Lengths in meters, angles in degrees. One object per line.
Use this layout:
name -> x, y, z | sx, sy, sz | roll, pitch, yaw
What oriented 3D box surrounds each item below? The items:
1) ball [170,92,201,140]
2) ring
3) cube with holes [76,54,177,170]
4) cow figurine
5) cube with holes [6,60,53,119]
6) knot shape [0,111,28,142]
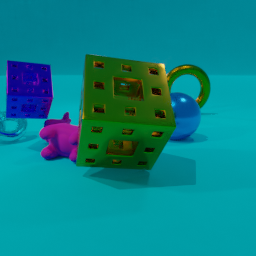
ball -> 1.146, -0.277, 6.618 | 1.130, 1.130, 1.130 | 0, 12, 0
ring -> 2.059, -1.345, 9.980 | 1.835, 1.835, 0.367 | -2, 19, -8
cube with holes -> -0.120, -0.195, 4.300 | 1.207, 1.207, 1.207 | 5, 53, -12
cow figurine -> -1.173, 0.164, 5.565 | 1.363, 0.748, 1.341 | 7, 17, 19
cube with holes -> -2.011, -0.742, 5.651 | 0.814, 0.814, 0.814 | 1, -29, -25
knot shape -> -3.252, -0.172, 6.532 | 1.550, 0.716, 1.451 | 16, -3, -40
